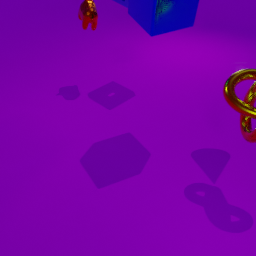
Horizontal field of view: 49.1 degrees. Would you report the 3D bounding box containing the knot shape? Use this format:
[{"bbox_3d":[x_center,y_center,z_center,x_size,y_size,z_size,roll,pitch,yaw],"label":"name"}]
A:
[{"bbox_3d":[2.798,-0.435,5.969,0.770,1.560,1.667,-3,21,-43],"label":"knot shape"}]

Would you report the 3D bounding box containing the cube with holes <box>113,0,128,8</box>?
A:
[{"bbox_3d":[0.394,-4.658,9.485,1.206,1.206,1.206,-11,42,-47],"label":"cube with holes"}]

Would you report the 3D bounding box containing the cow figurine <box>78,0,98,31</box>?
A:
[{"bbox_3d":[-1.347,-4.257,9.691,0.743,1.332,1.354,-3,52,-21],"label":"cow figurine"}]

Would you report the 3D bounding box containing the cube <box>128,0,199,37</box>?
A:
[{"bbox_3d":[0.843,-3.182,6.731,1.269,1.269,1.269,-20,53,-18],"label":"cube"}]
